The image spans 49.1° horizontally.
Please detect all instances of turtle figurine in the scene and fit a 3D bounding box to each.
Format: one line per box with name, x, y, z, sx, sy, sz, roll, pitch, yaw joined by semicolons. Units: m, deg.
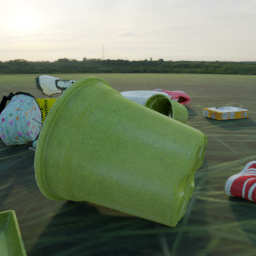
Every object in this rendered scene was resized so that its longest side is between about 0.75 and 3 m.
turtle figurine;-1.997;0.385;7.273;1.007;1.039;0.748;2;47;-8

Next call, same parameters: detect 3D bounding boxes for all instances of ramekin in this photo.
ramekin;0.572;-0.828;11.276;2.342;1.142;2.342;0;13;0

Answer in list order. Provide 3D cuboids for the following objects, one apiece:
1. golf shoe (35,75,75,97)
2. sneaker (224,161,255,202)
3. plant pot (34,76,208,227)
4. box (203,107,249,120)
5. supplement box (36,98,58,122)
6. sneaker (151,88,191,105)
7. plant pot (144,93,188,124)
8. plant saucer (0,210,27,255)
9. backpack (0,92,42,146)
golf shoe;-2.842;-1.837;12.068;1.075;0.942;2.440;-19;-15;31
sneaker;2.447;1.011;5.262;1.274;0.454;0.717;-21;20;-37
plant pot;0.069;0.480;4.538;2.066;2.247;2.247;18;20;22
box;4.342;-0.662;12.261;1.812;0.376;1.079;-3;14;-22
supplement box;-3.118;-0.660;10.768;1.650;0.898;0.904;-2;2;-5
sneaker;2.158;-1.608;14.870;2.528;0.932;1.097;-4;16;-16
plant pot;1.414;-0.474;9.876;1.372;1.372;1.261;14;9;44
plant saucer;-1.959;1.550;3.415;1.238;0.296;1.236;-7;16;-27
backpack;-3.227;-0.242;8.423;1.090;1.437;1.722;-13;29;7
